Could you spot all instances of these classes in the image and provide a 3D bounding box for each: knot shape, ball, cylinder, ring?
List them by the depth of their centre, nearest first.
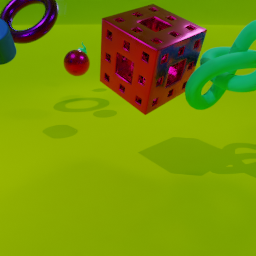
[{"bbox_3d":[1.992,-1.214,5.366,1.941,0.897,1.817,-35,10,34],"label":"knot shape"},{"bbox_3d":[-3.222,-2.098,6.802,0.811,0.811,0.811,3,64,-6],"label":"cylinder"},{"bbox_3d":[-1.619,-2.054,8.860,0.829,0.829,0.829,0,22,0],"label":"ball"},{"bbox_3d":[-3.189,-3.567,8.959,2.027,2.027,0.405,7,-20,16],"label":"ring"}]

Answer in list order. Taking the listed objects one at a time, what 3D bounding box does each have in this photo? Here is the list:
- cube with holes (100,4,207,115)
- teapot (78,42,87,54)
[{"bbox_3d":[0.422,-1.396,5.537,1.374,1.374,1.374,-31,56,-33],"label":"cube with holes"},{"bbox_3d":[-2.071,-3.185,12.022,0.513,1.048,0.651,29,23,-18],"label":"teapot"}]
